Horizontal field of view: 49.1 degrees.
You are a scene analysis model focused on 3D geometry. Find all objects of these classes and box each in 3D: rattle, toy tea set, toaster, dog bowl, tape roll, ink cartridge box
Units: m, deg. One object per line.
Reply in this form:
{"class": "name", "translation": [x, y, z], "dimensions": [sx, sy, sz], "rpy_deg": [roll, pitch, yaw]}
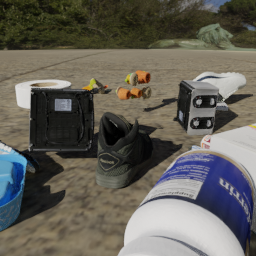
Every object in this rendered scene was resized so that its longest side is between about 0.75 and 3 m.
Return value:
{"class": "rattle", "translation": [-1.588, -1.842, 13.880], "dimensions": [0.918, 1.008, 1.411], "rpy_deg": [37, 11, 8]}
{"class": "toy tea set", "translation": [0.162, -1.511, 10.001], "dimensions": [0.655, 1.052, 1.769], "rpy_deg": [12, 17, 36]}
{"class": "toaster", "translation": [-1.419, -0.179, 6.404], "dimensions": [1.576, 1.425, 0.935], "rpy_deg": [0, -2, -7]}
{"class": "toaster", "translation": [2.079, -0.665, 8.682], "dimensions": [0.948, 1.445, 1.598], "rpy_deg": [1, 20, -7]}
{"class": "dog bowl", "translation": [-2.404, 1.103, 4.946], "dimensions": [1.158, 0.515, 2.078], "rpy_deg": [-5, 20, -14]}
{"class": "tape roll", "translation": [-3.529, -1.475, 11.913], "dimensions": [2.304, 0.806, 2.304], "rpy_deg": [-1, 19, 0]}
{"class": "ink cartridge box", "translation": [2.433, 0.725, 4.807], "dimensions": [1.772, 1.304, 1.282], "rpy_deg": [-11, 22, -32]}

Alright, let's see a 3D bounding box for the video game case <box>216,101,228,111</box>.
{"class": "video game case", "translation": [3.154, -0.937, 11.371], "dimensions": [1.586, 0.143, 1.135], "rpy_deg": [3, 19, 8]}

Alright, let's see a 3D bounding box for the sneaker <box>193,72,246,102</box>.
{"class": "sneaker", "translation": [3.875, -1.599, 11.540], "dimensions": [2.763, 1.112, 1.056], "rpy_deg": [-8, -22, -27]}

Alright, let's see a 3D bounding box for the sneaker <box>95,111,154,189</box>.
{"class": "sneaker", "translation": [0.029, 0.215, 6.233], "dimensions": [0.916, 1.373, 2.397], "rpy_deg": [11, 20, 21]}

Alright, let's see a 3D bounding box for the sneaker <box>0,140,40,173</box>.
{"class": "sneaker", "translation": [-2.707, 0.708, 6.138], "dimensions": [1.589, 0.689, 0.596], "rpy_deg": [24, -10, 9]}

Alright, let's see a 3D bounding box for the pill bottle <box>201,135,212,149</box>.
{"class": "pill bottle", "translation": [2.197, 0.478, 6.847], "dimensions": [0.438, 0.438, 0.767], "rpy_deg": [-10, 21, -26]}

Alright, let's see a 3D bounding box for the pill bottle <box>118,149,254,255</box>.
{"class": "pill bottle", "translation": [0.749, 1.226, 3.357], "dimensions": [1.320, 1.320, 2.281], "rpy_deg": [9, 21, 24]}

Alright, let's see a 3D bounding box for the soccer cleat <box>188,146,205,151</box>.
{"class": "soccer cleat", "translation": [1.613, 0.700, 6.220], "dimensions": [0.538, 0.435, 1.246], "rpy_deg": [4, 19, 8]}
